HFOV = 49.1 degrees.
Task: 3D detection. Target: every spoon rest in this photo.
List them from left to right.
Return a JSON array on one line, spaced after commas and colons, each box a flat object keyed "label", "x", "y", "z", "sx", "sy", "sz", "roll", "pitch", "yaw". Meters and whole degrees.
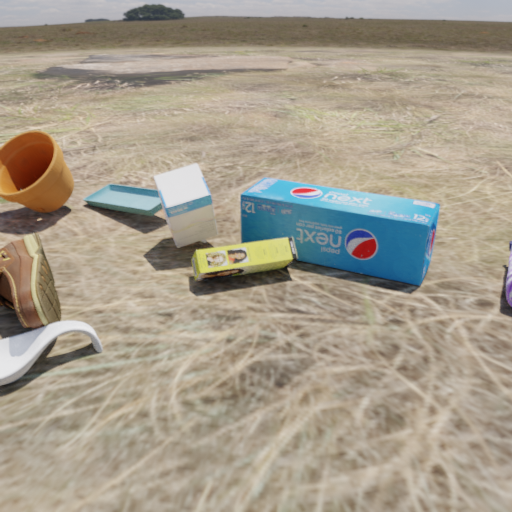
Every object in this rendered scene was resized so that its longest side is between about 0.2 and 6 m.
[{"label": "spoon rest", "x": -3.304, "y": 1.398, "z": 8.355, "sx": 1.911, "sy": 0.579, "sz": 0.950, "roll": -14, "pitch": 30, "yaw": -28}]

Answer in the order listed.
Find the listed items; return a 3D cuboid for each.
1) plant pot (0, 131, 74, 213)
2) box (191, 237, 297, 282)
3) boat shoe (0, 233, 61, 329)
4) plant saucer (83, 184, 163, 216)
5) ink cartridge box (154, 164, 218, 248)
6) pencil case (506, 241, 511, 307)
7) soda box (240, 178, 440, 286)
[{"label": "plant pot", "x": -5.285, "y": -1.901, "z": 13.502, "sx": 1.842, "sy": 1.289, "sz": 1.842, "roll": -7, "pitch": 62, "yaw": 14}, {"label": "box", "x": -0.232, "y": 0.066, "z": 10.786, "sx": 1.928, "sy": 0.483, "sz": 0.726, "roll": -9, "pitch": -13, "yaw": -15}, {"label": "boat shoe", "x": -4.063, "y": 0.508, "z": 9.638, "sx": 1.077, "sy": 1.147, "sz": 3.188, "roll": -19, "pitch": 24, "yaw": -18}, {"label": "plant saucer", "x": -3.135, "y": -1.386, "z": 13.799, "sx": 2.699, "sy": 0.256, "sz": 0.943, "roll": 12, "pitch": 39, "yaw": 39}, {"label": "ink cartridge box", "x": -1.444, "y": -0.970, "z": 11.772, "sx": 0.951, "sy": 1.519, "sz": 0.976, "roll": -18, "pitch": 54, "yaw": -10}, {"label": "pencil case", "x": 5.097, "y": 0.255, "z": 10.298, "sx": 0.877, "sy": 0.894, "sz": 2.091, "roll": 16, "pitch": 31, "yaw": 18}, {"label": "soda box", "x": 1.631, "y": -0.586, "z": 11.495, "sx": 3.852, "sy": 1.306, "sz": 1.236, "roll": 12, "pitch": 29, "yaw": 23}]
